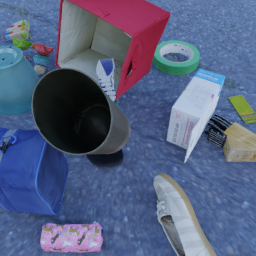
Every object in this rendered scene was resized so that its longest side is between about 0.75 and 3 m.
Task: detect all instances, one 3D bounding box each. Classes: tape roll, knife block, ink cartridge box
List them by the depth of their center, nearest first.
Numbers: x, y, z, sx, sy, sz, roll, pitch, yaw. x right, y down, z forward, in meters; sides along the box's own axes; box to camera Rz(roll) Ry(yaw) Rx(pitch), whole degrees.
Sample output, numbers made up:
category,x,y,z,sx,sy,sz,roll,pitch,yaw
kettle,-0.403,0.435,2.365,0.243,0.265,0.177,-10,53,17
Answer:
category,x,y,z,sx,sy,sz,roll,pitch,yaw
ink cartridge box,2.062,-0.442,8.984,0.944,1.603,2.784,24,52,20
knife block,3.516,0.249,9.042,1.900,0.608,1.668,0,50,1
tape roll,2.053,-3.045,12.045,1.951,0.469,1.951,0,49,0

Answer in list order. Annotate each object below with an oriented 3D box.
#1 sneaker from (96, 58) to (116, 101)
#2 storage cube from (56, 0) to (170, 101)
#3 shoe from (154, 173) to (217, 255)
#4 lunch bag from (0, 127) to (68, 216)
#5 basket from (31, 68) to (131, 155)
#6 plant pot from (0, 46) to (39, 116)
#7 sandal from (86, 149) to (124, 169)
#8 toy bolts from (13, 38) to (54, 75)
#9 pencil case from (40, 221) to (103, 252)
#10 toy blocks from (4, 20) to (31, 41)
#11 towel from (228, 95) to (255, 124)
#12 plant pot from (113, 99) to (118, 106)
category,x,y,z,sx,sy,sz,roll,pitch,yaw
sneaker,-0.671,-1.367,8.536,0.551,0.787,1.363,-4,86,-6
storage cube,-0.530,-2.882,9.103,2.807,2.399,2.523,33,46,13
shoe,1.230,2.346,6.962,0.750,0.982,2.809,-14,52,-19
lunch bag,-2.649,1.095,7.084,1.629,2.461,1.672,2,51,5
basket,-0.869,-0.137,6.863,1.608,2.364,2.132,-46,70,3
plant pot,-4.194,-1.769,9.978,2.009,1.888,2.009,0,49,0
sandal,-1.107,0.217,9.084,1.064,0.599,2.797,-25,53,-20
toy bolts,-3.892,-2.927,11.833,1.749,1.213,1.671,19,10,28
pencil case,-1.383,2.685,6.905,1.521,0.630,0.658,-1,35,0
toy blocks,-5.284,-4.561,13.301,1.047,0.765,1.532,-14,50,3
towel,4.225,-0.711,10.222,0.593,0.124,1.378,-9,49,-9
plant pot,-0.942,-1.205,10.023,1.170,1.167,1.192,-27,59,-23
